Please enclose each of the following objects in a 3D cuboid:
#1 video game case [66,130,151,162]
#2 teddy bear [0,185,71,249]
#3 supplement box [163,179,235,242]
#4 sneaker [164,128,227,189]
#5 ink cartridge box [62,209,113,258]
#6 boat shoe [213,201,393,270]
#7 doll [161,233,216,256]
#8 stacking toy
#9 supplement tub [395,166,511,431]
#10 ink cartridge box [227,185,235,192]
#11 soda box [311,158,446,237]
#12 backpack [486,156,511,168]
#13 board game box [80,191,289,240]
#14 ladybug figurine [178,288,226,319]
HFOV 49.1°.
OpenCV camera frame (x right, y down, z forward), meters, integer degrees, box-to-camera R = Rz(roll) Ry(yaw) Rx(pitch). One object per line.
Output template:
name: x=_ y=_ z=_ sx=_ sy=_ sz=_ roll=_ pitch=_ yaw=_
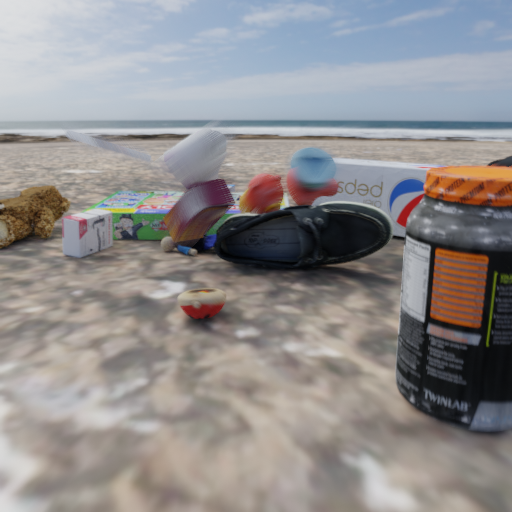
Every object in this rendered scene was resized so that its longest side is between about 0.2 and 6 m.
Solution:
video game case: x=-2.719 y=-2.014 z=10.288 sx=1.138 sy=0.144 sz=1.249 roll=11 pitch=10 yaw=-43
teddy bear: x=-5.315 y=-0.760 z=12.433 sx=1.978 sy=0.911 sz=2.729 roll=-7 pitch=23 yaw=1
supplement box: x=-1.000 y=-0.777 z=9.656 sx=0.664 sy=0.515 sz=1.202 roll=-12 pitch=-20 yaw=-42
sneaker: x=-0.860 y=-1.567 z=9.939 sx=1.110 sy=0.834 sz=2.229 roll=-42 pitch=-8 yaw=-1
ink cartridge box: x=-3.322 y=-0.459 z=11.102 sx=0.443 sy=0.760 sz=1.044 roll=10 pitch=18 yaw=19
boat shoe: x=0.718 y=-0.294 z=9.680 sx=3.161 sy=1.181 sz=1.048 roll=4 pitch=18 yaw=17
doll: x=-1.144 y=-0.283 z=11.218 sx=1.512 sy=0.366 sz=1.032 roll=-7 pitch=23 yaw=-2
stacking toy: x=0.958 y=-1.093 z=10.645 sx=2.099 sy=0.887 sz=1.900 roll=-35 pitch=73 yaw=-25
supplement tub: x=2.064 y=0.332 z=5.258 sx=1.374 sy=2.243 sz=1.374 roll=1 pitch=16 yaw=0
ink cartridge box: x=-1.361 y=-1.976 z=17.447 sx=1.284 sy=0.435 sz=0.745 roll=3 pitch=15 yaw=11
soda box: x=3.285 y=-1.330 z=12.807 sx=4.845 sy=1.542 sz=1.650 roll=13 pitch=17 yaw=43
backpack: x=4.621 y=-0.253 z=6.517 sx=4.304 sy=2.724 sz=3.592 roll=-11 pitch=4 yaw=-36
board game box: x=-1.477 y=-1.014 z=13.428 sx=4.538 sy=0.661 sz=3.054 roll=0 pitch=14 yaw=1
ladybug figurine: x=-0.727 y=0.644 z=7.572 sx=0.642 sy=0.340 sz=0.946 roll=-1 pitch=3 yaw=8
